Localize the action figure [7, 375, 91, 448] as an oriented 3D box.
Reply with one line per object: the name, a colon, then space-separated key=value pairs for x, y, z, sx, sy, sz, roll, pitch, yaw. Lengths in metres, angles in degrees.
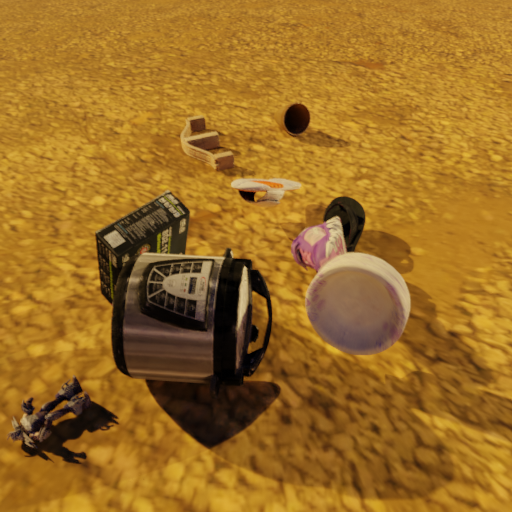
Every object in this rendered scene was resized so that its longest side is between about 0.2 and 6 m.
action figure: x=-3.075 y=2.312 z=8.208 sx=1.220 sy=0.423 sz=0.794 roll=-32 pitch=52 yaw=-32

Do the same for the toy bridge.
toy bridge: x=-1.564 y=-3.212 z=15.950 sx=1.046 sy=0.423 sz=3.111 roll=-14 pitch=38 yaw=-14

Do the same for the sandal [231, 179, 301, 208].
sandal: x=0.304 y=-1.398 z=12.754 sx=0.824 sy=0.616 sz=2.150 roll=20 pitch=18 yaw=36

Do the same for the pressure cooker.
pressure cooker: x=-0.896 y=0.950 z=8.741 sx=2.301 sy=2.023 sz=2.055 roll=4 pitch=16 yaw=3

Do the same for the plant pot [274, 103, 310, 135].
plant pot: x=0.986 y=-4.208 z=17.036 sx=0.945 sy=0.945 sz=1.014 roll=-17 pitch=25 yaw=-23

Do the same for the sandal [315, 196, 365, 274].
sandal: x=1.758 y=-0.558 z=11.692 sx=0.921 sy=0.586 sz=2.450 roll=-2 pitch=43 yaw=19

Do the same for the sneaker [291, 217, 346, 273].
sneaker: x=1.139 y=-0.049 z=10.344 sx=1.024 sy=0.932 sz=2.317 roll=-9 pitch=15 yaw=10

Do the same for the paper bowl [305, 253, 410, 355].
paper bowl: x=1.605 y=0.698 z=8.722 sx=1.549 sy=1.549 sz=0.806 roll=14 pitch=28 yaw=18

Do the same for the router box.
router box: x=-1.990 y=-0.014 z=9.916 sx=0.630 sy=2.027 sz=1.519 roll=43 pitch=59 yaw=17
